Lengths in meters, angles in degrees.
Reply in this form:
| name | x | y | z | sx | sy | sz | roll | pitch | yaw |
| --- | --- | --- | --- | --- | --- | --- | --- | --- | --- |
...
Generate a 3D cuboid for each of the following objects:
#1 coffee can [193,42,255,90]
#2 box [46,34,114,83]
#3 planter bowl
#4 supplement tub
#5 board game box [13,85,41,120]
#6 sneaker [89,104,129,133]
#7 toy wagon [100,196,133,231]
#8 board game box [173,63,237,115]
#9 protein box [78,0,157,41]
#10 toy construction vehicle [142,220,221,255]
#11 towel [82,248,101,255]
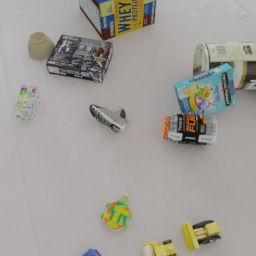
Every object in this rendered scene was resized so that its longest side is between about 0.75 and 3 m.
| name | x | y | z | sx | sy | sz | roll | pitch | yaw |
| --- | --- | --- | --- | --- | --- | --- | --- | --- | --- |
| coffee can | 4.035 | -2.417 | 10.979 | 2.564 | 1.876 | 1.876 | -2 | 57 | -1 |
| box | -2.037 | -3.055 | 12.147 | 2.450 | 0.610 | 1.932 | 10 | 58 | 7 |
| planter bowl | -3.908 | -3.723 | 12.461 | 1.229 | 0.827 | 1.229 | 0 | 58 | 0 |
| supplement tub | 2.133 | 0.041 | 9.878 | 1.763 | 1.080 | 1.080 | 3 | 57 | 2 |
| board game box | -3.864 | -0.972 | 10.792 | 0.623 | 0.635 | 1.210 | 4 | 56 | 3 |
| sneaker | -0.642 | -0.535 | 10.611 | 1.588 | 0.596 | 0.917 | 37 | 59 | 10 |
| toy wagon | -0.303 | 2.599 | 8.736 | 0.881 | 0.225 | 1.135 | 21 | 60 | 13 |
| board game box | 2.815 | -1.222 | 10.147 | 2.023 | 1.527 | 0.475 | -21 | 34 | 2 |
| protein box | -0.590 | -6.188 | 13.364 | 2.868 | 1.949 | 2.889 | -24 | 60 | -15 |
| toy construction vehicle | 1.697 | 3.675 | 7.678 | 2.357 | 0.830 | 2.052 | -10 | 58 | -7 |
| towel | -0.847 | 4.850 | 7.229 | 2.007 | 0.331 | 2.773 | -36 | 64 | -20 |
